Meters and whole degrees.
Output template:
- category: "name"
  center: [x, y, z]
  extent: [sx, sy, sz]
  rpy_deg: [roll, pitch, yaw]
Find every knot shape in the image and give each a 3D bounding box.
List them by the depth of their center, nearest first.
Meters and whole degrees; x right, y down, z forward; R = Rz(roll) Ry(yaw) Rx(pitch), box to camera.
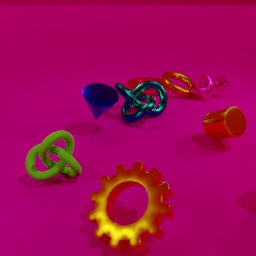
- category: "knot shape"
  center: [-1.550, 0.580, 6.021]
  extent: [1.216, 1.138, 0.562]
  rpy_deg: [12, 22, -11]
- category: "knot shape"
  center: [0.369, -0.847, 9.248]
  extent: [1.900, 0.878, 1.778]
  rpy_deg: [12, 44, 2]

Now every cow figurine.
- category: "cow figurine"
  center: [3.292, -1.564, 10.990]
  extent: [1.278, 1.299, 0.713]
  rpy_deg: [32, -17, -8]

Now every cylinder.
- category: "cylinder"
  center: [2.632, -0.111, 7.645]
  extent: [0.822, 0.822, 0.822]
  rpy_deg: [-16, 0, -29]

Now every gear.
- category: "gear"
  center: [0.030, 1.312, 4.788]
  extent: [1.487, 0.275, 1.487]
  rpy_deg: [-14, 51, 18]

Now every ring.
- category: "ring"
  center: [2.102, -1.833, 11.512]
  extent: [1.558, 0.312, 1.558]
  rpy_deg: [15, 38, -12]
- category: "ring"
  center: [0.784, -1.823, 11.880]
  extent: [1.796, 0.359, 1.796]
  rpy_deg: [0, 22, 0]

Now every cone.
- category: "cone"
  center: [-0.906, -0.613, 8.483]
  extent: [1.072, 1.076, 1.072]
  rpy_deg: [9, 45, -9]
